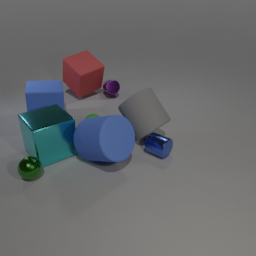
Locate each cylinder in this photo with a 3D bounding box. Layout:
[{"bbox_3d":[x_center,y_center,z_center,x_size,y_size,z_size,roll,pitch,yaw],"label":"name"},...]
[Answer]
[{"bbox_3d":[0.584,-0.511,10.016,1.400,1.400,1.400,-32,-3,-2],"label":"cylinder"},{"bbox_3d":[-0.817,-1.995,13.644,0.700,0.700,0.700,-10,13,-17],"label":"cylinder"},{"bbox_3d":[-0.740,0.332,8.727,1.400,1.400,1.400,-4,19,47],"label":"cylinder"},{"bbox_3d":[1.043,0.577,9.418,0.700,0.700,0.700,21,36,32],"label":"cylinder"}]

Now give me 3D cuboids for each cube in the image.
[{"bbox_3d":[-2.641,0.217,9.341,1.400,1.400,1.400,-20,36,-31],"label":"cube"},{"bbox_3d":[-2.141,-2.590,13.341,1.400,1.400,1.400,-31,63,-32],"label":"cube"},{"bbox_3d":[-3.348,-1.051,11.406,1.400,1.400,1.400,-4,29,-15],"label":"cube"}]

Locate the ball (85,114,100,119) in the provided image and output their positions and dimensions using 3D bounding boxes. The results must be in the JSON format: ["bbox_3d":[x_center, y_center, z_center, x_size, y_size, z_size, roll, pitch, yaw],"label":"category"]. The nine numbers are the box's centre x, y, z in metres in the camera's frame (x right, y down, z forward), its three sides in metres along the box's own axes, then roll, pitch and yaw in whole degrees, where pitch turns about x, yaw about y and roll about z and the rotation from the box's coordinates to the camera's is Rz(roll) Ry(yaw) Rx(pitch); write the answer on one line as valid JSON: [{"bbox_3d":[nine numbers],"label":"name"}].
[{"bbox_3d":[-1.286,-0.183,10.405,0.700,0.700,0.700,0,30,0],"label":"ball"}]

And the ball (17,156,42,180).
[{"bbox_3d":[-2.924,1.190,8.354,0.700,0.700,0.700,0,30,0],"label":"ball"}]
